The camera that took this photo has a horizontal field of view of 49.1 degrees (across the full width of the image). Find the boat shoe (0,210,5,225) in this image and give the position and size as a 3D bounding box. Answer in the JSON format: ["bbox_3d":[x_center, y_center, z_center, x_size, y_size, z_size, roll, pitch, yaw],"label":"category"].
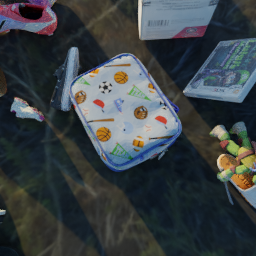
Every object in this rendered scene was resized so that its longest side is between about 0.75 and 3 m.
[{"bbox_3d":[-3.942,2.385,6.232,2.565,0.970,0.774,-14,74,8],"label":"boat shoe"}]

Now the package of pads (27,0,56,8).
[{"bbox_3d":[-3.172,-4.365,7.799,2.346,1.413,0.887,28,82,7],"label":"package of pads"}]

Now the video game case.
[{"bbox_3d":[2.536,-1.498,6.996,1.936,1.760,0.226,-52,122,-13],"label":"video game case"}]

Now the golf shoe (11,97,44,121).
[{"bbox_3d":[-2.620,-0.388,7.288,0.984,0.371,0.451,32,88,15],"label":"golf shoe"}]

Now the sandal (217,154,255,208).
[{"bbox_3d":[2.908,1.299,6.706,1.763,0.505,0.675,42,78,10],"label":"sandal"}]

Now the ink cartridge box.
[{"bbox_3d":[1.230,-3.364,6.928,1.872,2.556,1.058,-3,75,-1],"label":"ink cartridge box"}]

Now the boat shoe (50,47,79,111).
[{"bbox_3d":[-1.703,-1.324,7.424,0.589,0.622,1.778,7,82,1],"label":"boat shoe"}]

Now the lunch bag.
[{"bbox_3d":[-0.021,-0.376,6.922,2.191,1.033,2.734,-29,76,-10],"label":"lunch bag"}]

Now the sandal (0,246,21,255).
[{"bbox_3d":[-3.751,3.448,6.009,2.921,0.699,1.098,-19,75,-5],"label":"sandal"}]

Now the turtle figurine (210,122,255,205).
[{"bbox_3d":[2.699,0.818,6.777,1.263,1.755,1.702,-28,54,16],"label":"turtle figurine"}]

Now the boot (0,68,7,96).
[{"bbox_3d":[-4.228,-1.544,7.397,1.304,0.912,2.431,-40,77,2],"label":"boot"}]

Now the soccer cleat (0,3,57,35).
[{"bbox_3d":[-3.227,-3.087,7.681,2.538,0.971,0.847,5,75,1],"label":"soccer cleat"}]
